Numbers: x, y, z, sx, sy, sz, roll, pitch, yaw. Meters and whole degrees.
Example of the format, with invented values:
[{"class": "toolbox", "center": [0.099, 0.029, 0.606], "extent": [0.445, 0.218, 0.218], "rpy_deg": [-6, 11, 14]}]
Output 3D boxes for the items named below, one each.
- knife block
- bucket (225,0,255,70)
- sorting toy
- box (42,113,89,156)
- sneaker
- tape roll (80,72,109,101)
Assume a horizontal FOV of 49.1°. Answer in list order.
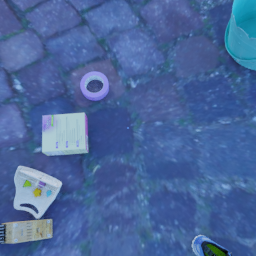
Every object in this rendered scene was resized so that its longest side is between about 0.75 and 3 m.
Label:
[{"class": "knife block", "center": [-3.121, 2.877, 7.793], "extent": [1.611, 1.414, 0.515], "rpy_deg": [10, 69, -44]}, {"class": "bucket", "center": [4.314, -3.125, 8.678], "extent": [2.545, 1.656, 2.545], "rpy_deg": [-3, 68, 8]}, {"class": "sorting toy", "center": [-2.645, 1.882, 7.971], "extent": [1.328, 0.710, 1.196], "rpy_deg": [22, 83, 5]}, {"class": "box", "center": [-1.870, 0.198, 8.431], "extent": [1.276, 0.617, 1.122], "rpy_deg": [-4, 74, -2]}, {"class": "sneaker", "center": [2.535, 3.618, 7.344], "extent": [1.861, 0.830, 0.731], "rpy_deg": [37, 77, 9]}, {"class": "tape roll", "center": [-1.071, -1.355, 9.047], "extent": [0.898, 0.295, 0.898], "rpy_deg": [0, 74, 1]}]
